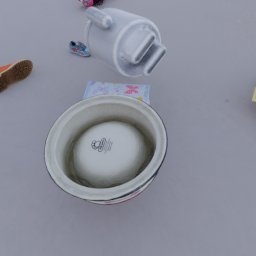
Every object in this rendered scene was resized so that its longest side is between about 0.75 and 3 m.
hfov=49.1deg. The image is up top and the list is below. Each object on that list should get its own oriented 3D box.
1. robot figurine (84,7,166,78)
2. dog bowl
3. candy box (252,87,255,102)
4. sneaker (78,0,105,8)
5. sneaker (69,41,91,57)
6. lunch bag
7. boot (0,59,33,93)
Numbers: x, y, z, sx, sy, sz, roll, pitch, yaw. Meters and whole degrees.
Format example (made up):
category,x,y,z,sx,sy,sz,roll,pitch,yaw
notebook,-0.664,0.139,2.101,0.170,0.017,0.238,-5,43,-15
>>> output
category,x,y,z,sx,sy,sz,roll,pitch,yaw
robot figurine,-0.203,-2.560,8.313,1.666,2.503,2.951,-50,47,0
dog bowl,-0.411,0.489,5.915,2.480,0.915,2.480,-4,56,5
candy box,5.256,-0.940,8.307,2.620,0.724,1.512,20,29,29
sneaker,-1.500,-6.869,14.563,0.880,0.950,2.356,45,61,8
sneaker,-1.907,-3.192,11.164,1.072,0.512,0.425,16,48,15
lunch bag,-0.361,-0.178,7.666,1.872,1.403,2.207,6,53,7
boot,-4.310,-1.996,9.931,0.985,0.689,1.837,28,53,31
